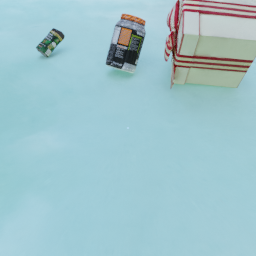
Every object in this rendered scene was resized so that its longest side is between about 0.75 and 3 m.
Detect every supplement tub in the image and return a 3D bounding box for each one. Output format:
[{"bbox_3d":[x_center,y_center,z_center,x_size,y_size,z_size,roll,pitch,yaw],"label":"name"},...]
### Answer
[{"bbox_3d":[-0.045,-2.780,9.274,1.058,1.726,1.058,16,13,-4],"label":"supplement tub"}]

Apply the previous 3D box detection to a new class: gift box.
[{"bbox_3d":[2.353,-2.564,8.560,2.468,2.643,2.439,7,58,2],"label":"gift box"}]

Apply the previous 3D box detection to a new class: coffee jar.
[{"bbox_3d":[-2.956,-3.288,10.719,0.582,0.476,1.116,31,79,35],"label":"coffee jar"}]
